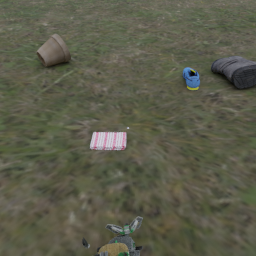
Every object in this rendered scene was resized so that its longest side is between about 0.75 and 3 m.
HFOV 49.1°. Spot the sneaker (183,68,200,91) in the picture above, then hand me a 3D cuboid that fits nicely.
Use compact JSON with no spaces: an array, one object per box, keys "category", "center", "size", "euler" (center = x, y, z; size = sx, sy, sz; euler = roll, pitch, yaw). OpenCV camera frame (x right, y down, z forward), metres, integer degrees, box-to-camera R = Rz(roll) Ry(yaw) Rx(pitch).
[{"category":"sneaker","center":[2.120,-1.792,9.302],"size":[0.467,0.556,1.417],"euler":[0,34,3]}]

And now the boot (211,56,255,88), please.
[{"category":"boot","center":[4.278,-2.083,9.499],"size":[2.511,0.876,1.653],"euler":[-3,30,-12]}]

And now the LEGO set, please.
[{"category":"LEGO set","center":[-0.335,2.128,4.034],"size":[1.847,0.523,1.200],"euler":[-32,43,-19]}]

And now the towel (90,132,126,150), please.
[{"category":"towel","center":[-0.466,0.289,6.755],"size":[0.842,0.126,0.616],"euler":[1,35,1]}]

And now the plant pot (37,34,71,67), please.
[{"category":"plant pot","center":[-2.804,-2.779,10.379],"size":[0.941,1.084,1.084],"euler":[-37,48,-19]}]
